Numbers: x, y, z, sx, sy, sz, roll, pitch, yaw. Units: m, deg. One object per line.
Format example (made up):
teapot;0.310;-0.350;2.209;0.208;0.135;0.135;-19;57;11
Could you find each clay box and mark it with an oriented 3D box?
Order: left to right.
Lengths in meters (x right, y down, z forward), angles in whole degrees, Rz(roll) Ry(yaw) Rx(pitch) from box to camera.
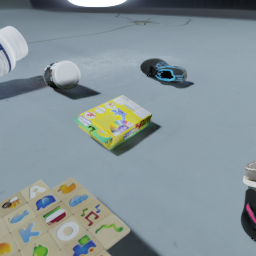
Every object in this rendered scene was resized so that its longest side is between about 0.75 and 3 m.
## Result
clay box;-0.413;-0.171;7.921;1.217;0.504;2.118;35;42;23

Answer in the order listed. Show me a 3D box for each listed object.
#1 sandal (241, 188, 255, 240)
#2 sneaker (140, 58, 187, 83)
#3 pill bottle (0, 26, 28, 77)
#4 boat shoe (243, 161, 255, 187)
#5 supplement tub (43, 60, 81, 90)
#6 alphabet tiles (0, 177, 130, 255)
sandal;2.250;1.495;5.020;0.371;0.223;0.988;27;51;-5
sneaker;1.369;-2.498;12.067;2.310;0.846;0.946;21;27;36
pill bottle;-5.565;-2.777;11.022;1.793;1.793;2.995;19;49;31
boat shoe;3.803;0.604;5.656;2.942;0.876;1.057;-9;11;7
supplement tub;-2.637;-2.035;10.896;1.065;1.065;1.738;-18;17;-30
alphabet tiles;-1.432;1.754;4.306;2.337;0.089;2.809;-30;33;-28
